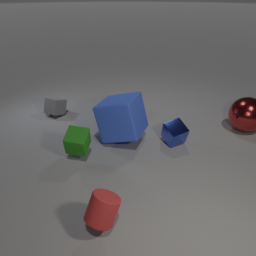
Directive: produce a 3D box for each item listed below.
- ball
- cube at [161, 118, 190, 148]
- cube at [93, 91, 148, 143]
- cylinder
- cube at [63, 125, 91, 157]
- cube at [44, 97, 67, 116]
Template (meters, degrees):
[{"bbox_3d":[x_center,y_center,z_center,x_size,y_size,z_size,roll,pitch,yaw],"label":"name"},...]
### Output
[{"bbox_3d":[4.715,-0.531,11.106,1.400,1.400,1.400,0,28,0],"label":"ball"},{"bbox_3d":[1.706,0.173,10.233,0.700,0.700,0.700,-20,56,-19],"label":"cube"},{"bbox_3d":[-0.224,-0.397,10.206,1.400,1.400,1.400,-5,23,24],"label":"cube"},{"bbox_3d":[-0.584,1.859,6.427,0.700,0.700,0.700,19,9,-3],"label":"cylinder"},{"bbox_3d":[-1.661,0.424,9.212,0.700,0.700,0.700,9,50,6],"label":"cube"},{"bbox_3d":[-3.247,-0.978,12.529,0.700,0.700,0.700,15,14,29],"label":"cube"}]
